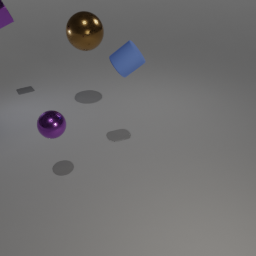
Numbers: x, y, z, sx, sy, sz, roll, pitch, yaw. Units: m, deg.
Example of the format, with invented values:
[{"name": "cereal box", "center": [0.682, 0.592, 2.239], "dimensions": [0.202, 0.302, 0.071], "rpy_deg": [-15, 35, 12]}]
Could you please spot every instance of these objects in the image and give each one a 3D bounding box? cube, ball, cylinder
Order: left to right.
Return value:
[{"name": "cube", "center": [-4.871, -4.312, 10.547], "dimensions": [0.700, 0.700, 0.700], "rpy_deg": [-32, 64, -7]}, {"name": "ball", "center": [-1.867, -0.085, 6.861], "dimensions": [0.700, 0.700, 0.700], "rpy_deg": [0, 31, 0]}, {"name": "ball", "center": [-1.597, -3.584, 10.400], "dimensions": [1.400, 1.400, 1.400], "rpy_deg": [0, 31, 0]}, {"name": "cylinder", "center": [-0.015, -1.812, 7.376], "dimensions": [0.700, 0.700, 0.700], "rpy_deg": [-34, 27, 17]}]
